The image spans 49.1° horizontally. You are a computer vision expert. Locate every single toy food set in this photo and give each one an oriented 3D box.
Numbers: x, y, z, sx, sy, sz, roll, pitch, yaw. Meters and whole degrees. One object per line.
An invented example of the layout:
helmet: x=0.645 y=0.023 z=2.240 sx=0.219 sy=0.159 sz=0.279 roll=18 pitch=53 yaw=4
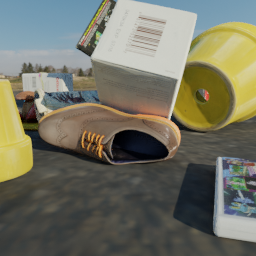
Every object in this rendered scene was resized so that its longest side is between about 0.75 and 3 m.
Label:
toy food set: x=-2.469 y=-0.535 z=7.782 sx=2.951 sy=0.964 sz=1.736 roll=1 pitch=10 yaw=3

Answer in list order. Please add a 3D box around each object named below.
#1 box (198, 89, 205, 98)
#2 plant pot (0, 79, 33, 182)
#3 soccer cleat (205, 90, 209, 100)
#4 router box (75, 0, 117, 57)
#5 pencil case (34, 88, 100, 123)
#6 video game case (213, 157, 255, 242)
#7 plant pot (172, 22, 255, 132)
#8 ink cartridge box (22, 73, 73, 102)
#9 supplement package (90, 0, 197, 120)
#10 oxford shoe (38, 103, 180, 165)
box: x=2.192 y=-1.500 z=12.071 sx=1.653 sy=1.435 sz=2.705 roll=0 pitch=10 yaw=1
plant pot: x=-2.053 y=-0.024 z=3.843 sx=1.364 sy=1.283 sz=1.364 roll=0 pitch=9 yaw=0
soccer cleat: x=3.461 y=-1.361 z=13.516 sx=1.019 sy=0.821 sz=2.392 roll=-8 pitch=5 yaw=13
router box: x=-0.690 y=-3.446 z=10.363 sx=1.633 sy=2.179 sz=0.677 roll=32 pitch=5 yaw=-11
pencil case: x=-0.749 y=-0.383 z=6.370 sx=2.748 sy=1.069 sz=1.229 roll=-4 pitch=-22 yaw=-28
video game case: x=1.764 y=0.689 z=2.847 sx=1.682 sy=0.212 sz=1.846 roll=3 pitch=11 yaw=18
plant pot: x=2.365 y=-1.195 z=7.419 sx=2.766 sy=2.766 sz=2.603 roll=7 pitch=28 yaw=35
ink cartridge box: x=-3.607 y=-1.683 z=12.739 sx=2.182 sy=1.577 sz=0.924 roll=4 pitch=10 yaw=23
supplement package: x=0.272 y=-0.861 z=5.012 sx=1.309 sy=1.305 sz=2.232 roll=15 pitch=-25 yaw=8
oxford shoe: x=-0.425 y=0.099 z=4.472 sx=2.451 sy=0.874 sz=0.893 roll=3 pitch=14 yaw=13
